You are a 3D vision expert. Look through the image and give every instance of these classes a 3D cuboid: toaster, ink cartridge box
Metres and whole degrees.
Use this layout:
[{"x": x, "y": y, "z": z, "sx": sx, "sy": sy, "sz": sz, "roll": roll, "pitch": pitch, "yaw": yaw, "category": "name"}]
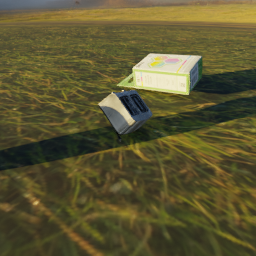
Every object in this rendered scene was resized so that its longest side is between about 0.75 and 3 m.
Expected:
[{"x": -0.041, "y": -0.401, "z": 7.300, "sx": 1.172, "sy": 0.695, "sz": 1.059, "roll": 56, "pitch": 35, "yaw": 10, "category": "toaster"}, {"x": 1.159, "y": -2.134, "z": 10.634, "sx": 2.943, "sy": 0.873, "sz": 1.528, "roll": 11, "pitch": 38, "yaw": 28, "category": "ink cartridge box"}]
